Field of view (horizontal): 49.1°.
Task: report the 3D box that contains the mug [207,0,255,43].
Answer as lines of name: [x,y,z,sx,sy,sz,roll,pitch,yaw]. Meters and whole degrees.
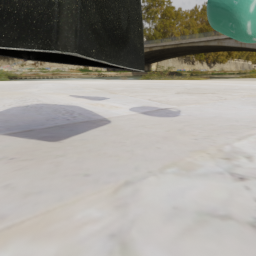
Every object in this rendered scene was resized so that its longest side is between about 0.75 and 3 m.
mug: [2.594,-2.497,5.482,1.782,1.464,1.102,-29,46,-13]

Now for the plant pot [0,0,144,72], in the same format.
plant pot: [-1.383,-2.452,4.559,2.970,2.641,2.977,9,11,19]
